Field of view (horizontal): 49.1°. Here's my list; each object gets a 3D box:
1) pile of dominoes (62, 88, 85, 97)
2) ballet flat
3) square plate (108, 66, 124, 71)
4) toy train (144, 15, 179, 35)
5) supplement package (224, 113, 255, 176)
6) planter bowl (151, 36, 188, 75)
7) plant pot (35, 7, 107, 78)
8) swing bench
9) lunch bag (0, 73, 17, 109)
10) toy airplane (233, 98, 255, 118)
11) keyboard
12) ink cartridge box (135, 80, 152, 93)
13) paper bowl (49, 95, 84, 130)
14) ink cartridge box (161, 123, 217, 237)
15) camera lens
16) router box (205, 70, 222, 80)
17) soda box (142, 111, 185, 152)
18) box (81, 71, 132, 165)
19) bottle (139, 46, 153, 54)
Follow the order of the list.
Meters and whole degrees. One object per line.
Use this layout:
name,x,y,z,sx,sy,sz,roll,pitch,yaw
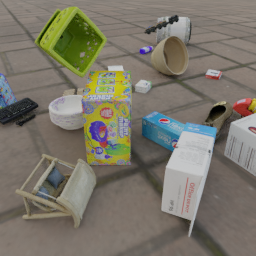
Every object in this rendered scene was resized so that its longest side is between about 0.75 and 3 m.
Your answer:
pile of dominoes,-2.182,-1.391,13.130,1.760,0.359,2.257,-5,25,-6
ballet flat,3.382,-0.424,10.879,0.959,0.660,2.846,-21,18,42
square plate,-0.715,-3.418,16.279,0.871,0.124,0.863,-4,32,-6
toy train,1.200,-3.748,10.146,1.331,0.227,0.305,-17,51,22
supplement package,4.458,0.737,8.654,1.398,1.346,2.457,-18,37,-26
planter bowl,2.168,-3.889,15.567,2.072,2.072,1.395,-28,15,-36
plant pot,-2.043,-2.990,9.609,1.543,1.692,1.700,30,85,42
swing bench,-1.829,1.636,7.567,1.603,1.040,1.595,6,33,8
lunch bag,-5.349,-1.493,11.891,0.759,1.613,1.215,-4,33,-6
toy airplane,5.477,-0.633,10.582,2.247,1.593,2.257,-9,33,-16
keyboard,-4.452,-0.637,11.544,1.199,0.194,1.887,37,41,10
ink cartridge box,0.772,-2.069,13.967,0.583,0.351,0.803,15,37,21
paper bowl,-2.218,-0.571,11.122,1.715,0.892,1.715,0,33,0
ink cartridge box,1.622,1.263,7.597,0.947,1.620,2.793,13,35,19
camera lens,3.283,-6.976,20.150,2.380,1.904,1.904,3,33,3
router box,4.739,-2.948,15.466,0.752,0.205,0.838,14,35,20
soda box,1.582,0.248,9.934,0.751,0.794,2.342,-28,42,-36
box,-0.601,-0.392,9.435,1.465,2.401,2.312,0,33,0
bottle,1.257,-5.310,19.014,0.448,0.350,1.074,27,41,34
